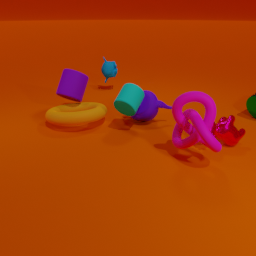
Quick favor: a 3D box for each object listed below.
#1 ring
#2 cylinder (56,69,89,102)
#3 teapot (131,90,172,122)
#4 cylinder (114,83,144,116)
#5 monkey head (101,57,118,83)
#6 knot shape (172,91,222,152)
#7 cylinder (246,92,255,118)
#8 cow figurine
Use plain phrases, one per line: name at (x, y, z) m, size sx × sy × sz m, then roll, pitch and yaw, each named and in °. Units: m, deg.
ring at (-1.682, -0.494, 9.207) m, size 2.005 × 0.401 × 2.005 m, roll -4°, pitch 15°, yaw 1°
cylinder at (-1.945, -1.479, 9.821) m, size 0.914 × 0.914 × 0.914 m, roll 16°, pitch -5°, yaw 1°
teapot at (0.608, -0.673, 9.235) m, size 1.706 × 1.061 × 0.835 m, roll -5°, pitch -24°, yaw 30°
cylinder at (0.034, -0.848, 8.385) m, size 0.716 × 0.716 × 0.716 m, roll 13°, pitch 59°, yaw 27°
monkey head at (-0.829, -2.621, 12.653) m, size 0.708 × 1.174 × 0.845 m, roll -3°, pitch 5°, yaw 5°
knot shape at (1.539, -0.031, 6.788) m, size 0.718 × 1.554 × 1.455 m, roll -21°, pitch -5°, yaw -28°
cylinder at (4.669, -0.876, 9.435) m, size 0.943 × 0.943 × 0.943 m, roll -32°, pitch 35°, yaw -22°
cow figurine at (2.517, 0.155, 7.556) m, size 1.115 × 1.133 × 0.622 m, roll -47°, pitch 12°, yaw -19°
